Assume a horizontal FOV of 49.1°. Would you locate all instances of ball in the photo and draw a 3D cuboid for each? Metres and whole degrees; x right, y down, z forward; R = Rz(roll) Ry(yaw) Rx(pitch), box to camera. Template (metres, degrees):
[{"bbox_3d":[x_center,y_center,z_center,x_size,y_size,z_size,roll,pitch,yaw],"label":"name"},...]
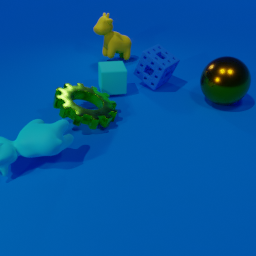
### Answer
[{"bbox_3d":[2.807,-1.361,8.117,1.400,1.400,1.400,0,36,0],"label":"ball"}]

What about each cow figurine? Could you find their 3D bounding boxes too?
[{"bbox_3d":[-2.109,0.377,5.930,1.550,0.851,1.526,-2,25,25],"label":"cow figurine"},{"bbox_3d":[-0.524,-3.447,10.606,1.600,1.574,0.878,-2,22,-30],"label":"cow figurine"}]

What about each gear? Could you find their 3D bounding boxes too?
[{"bbox_3d":[-1.135,-0.635,7.571,1.701,0.315,1.701,17,33,-11],"label":"gear"}]

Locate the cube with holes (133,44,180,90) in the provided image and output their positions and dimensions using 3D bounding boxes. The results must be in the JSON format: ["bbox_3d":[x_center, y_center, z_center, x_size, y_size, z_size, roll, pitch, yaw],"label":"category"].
[{"bbox_3d":[0.922,-1.980,9.084,0.914,0.914,0.914,41,47,14],"label":"cube with holes"}]

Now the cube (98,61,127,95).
[{"bbox_3d":[-0.489,-1.568,8.772,0.789,0.789,0.789,-5,37,-11],"label":"cube"}]
